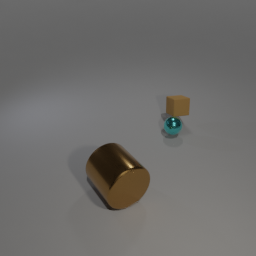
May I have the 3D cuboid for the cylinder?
[{"bbox_3d":[-0.309,1.355,8.108,1.400,1.400,1.400,-19,37,-27],"label":"cylinder"}]

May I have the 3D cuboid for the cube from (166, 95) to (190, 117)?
[{"bbox_3d":[1.988,-0.894,11.207,0.700,0.700,0.700,-7,19,-18],"label":"cube"}]

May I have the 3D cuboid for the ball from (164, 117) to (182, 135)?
[{"bbox_3d":[1.715,-0.085,10.676,0.700,0.700,0.700,0,33,0],"label":"ball"}]
